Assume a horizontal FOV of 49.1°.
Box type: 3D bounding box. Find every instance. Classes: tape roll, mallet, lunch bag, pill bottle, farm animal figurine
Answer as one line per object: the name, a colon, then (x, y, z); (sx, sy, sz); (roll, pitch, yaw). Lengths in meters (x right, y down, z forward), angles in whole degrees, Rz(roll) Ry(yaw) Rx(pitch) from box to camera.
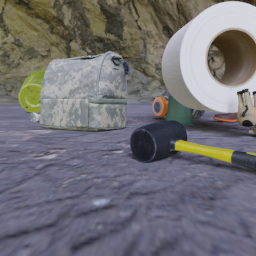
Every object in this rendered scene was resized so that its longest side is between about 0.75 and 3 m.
tape roll: (2.463, -1.804, 7.748); (2.742, 2.742, 1.882); (-1, 5, -7)
mallet: (1.394, 0.337, 3.827); (2.823, 0.581, 0.930); (9, 15, 34)
lunch bag: (-1.378, -1.152, 8.937); (2.760, 2.315, 1.923); (4, 7, 34)
pill bottle: (2.288, -0.990, 12.731); (2.337, 1.242, 1.242); (-4, 7, -29)
farm animal figurine: (3.805, -0.309, 6.809); (2.452, 1.279, 2.425); (-7, -5, 11)

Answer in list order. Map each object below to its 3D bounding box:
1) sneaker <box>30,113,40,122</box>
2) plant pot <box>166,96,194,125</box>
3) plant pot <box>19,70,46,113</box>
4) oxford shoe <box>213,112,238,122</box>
sneaker: (-3.801, -0.451, 11.682); (0.429, 0.377, 1.072); (0, 5, -27)
plant pot: (1.922, -0.675, 10.515); (1.086, 1.064, 1.086); (0, 7, 0)
plant pot: (-5.998, -2.245, 18.934); (2.971, 2.971, 2.860); (0, 18, -3)
oxford shoe: (4.335, -0.552, 11.415); (1.703, 0.618, 0.606); (0, 6, -1)
